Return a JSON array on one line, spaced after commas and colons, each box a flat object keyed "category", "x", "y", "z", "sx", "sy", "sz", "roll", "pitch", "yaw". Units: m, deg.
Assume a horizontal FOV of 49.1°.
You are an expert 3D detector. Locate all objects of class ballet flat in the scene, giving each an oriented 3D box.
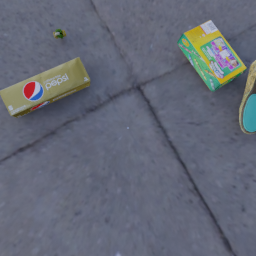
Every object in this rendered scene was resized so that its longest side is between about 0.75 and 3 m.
[{"category": "ballet flat", "x": 3.663, "y": -0.954, "z": 8.042, "sx": 0.838, "sy": 0.838, "sz": 2.371, "roll": 16, "pitch": 88, "yaw": 4}]

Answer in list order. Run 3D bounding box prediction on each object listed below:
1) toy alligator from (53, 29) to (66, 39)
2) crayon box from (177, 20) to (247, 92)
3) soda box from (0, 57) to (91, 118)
[{"category": "toy alligator", "x": -2.078, "y": -2.882, "z": 8.447, "sx": 0.349, "sy": 1.053, "sz": 0.253, "roll": -16, "pitch": 102, "yaw": -5}, {"category": "crayon box", "x": 2.475, "y": -2.150, "z": 8.325, "sx": 1.115, "sy": 0.547, "sz": 1.877, "roll": -31, "pitch": 82, "yaw": -19}, {"category": "soda box", "x": -2.281, "y": -1.134, "z": 7.967, "sx": 2.371, "sy": 0.803, "sz": 0.759, "roll": -27, "pitch": 92, "yaw": -9}]
